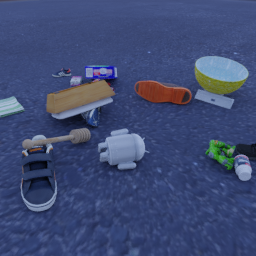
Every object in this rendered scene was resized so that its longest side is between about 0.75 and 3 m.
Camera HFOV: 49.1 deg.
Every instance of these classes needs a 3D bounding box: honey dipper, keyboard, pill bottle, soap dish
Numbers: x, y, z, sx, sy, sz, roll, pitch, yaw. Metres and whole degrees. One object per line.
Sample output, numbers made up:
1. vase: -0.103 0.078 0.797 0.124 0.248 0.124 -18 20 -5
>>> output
1. honey dipper: -2.354 0.383 9.409 0.520 0.520 2.740 22 17 31
2. keyboard: 4.032 -1.370 13.180 1.779 0.501 0.095 23 -1 31
3. pill bottle: 3.649 1.271 8.894 0.477 0.477 0.798 5 33 8
4. soap dish: -2.075 -1.245 11.692 2.558 1.039 2.012 -20 14 -21

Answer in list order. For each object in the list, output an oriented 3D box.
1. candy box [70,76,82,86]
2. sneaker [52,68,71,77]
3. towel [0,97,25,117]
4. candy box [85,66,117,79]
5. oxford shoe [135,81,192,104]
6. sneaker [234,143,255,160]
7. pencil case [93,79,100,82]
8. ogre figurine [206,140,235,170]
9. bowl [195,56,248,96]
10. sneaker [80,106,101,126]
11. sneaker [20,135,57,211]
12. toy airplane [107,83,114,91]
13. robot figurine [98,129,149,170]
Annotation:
1. candy box: -2.812 -2.561 15.214 0.533 0.238 0.781 0 32 0
2. sneaker: -3.817 -3.217 16.069 1.055 0.446 0.395 -11 34 -16
3. towel: -5.518 -0.975 12.746 1.191 0.183 1.562 -22 38 -29
4. candy box: -1.395 -2.971 14.963 1.507 0.687 1.783 1 10 2
5. oxford shoe: 1.669 -1.740 13.428 2.700 0.963 0.984 14 23 8
6. sneaker: 4.600 0.705 9.539 1.815 0.744 0.665 9 34 15
7. pencil case: -1.834 -1.878 13.775 0.688 0.688 1.573 17 37 25
8. ogre figurine: 3.131 0.835 9.478 0.826 0.676 1.378 24 51 5
9. bowl: 4.394 -2.340 13.676 2.504 1.347 2.504 3 39 -3
10. sneaker: -1.611 -0.573 11.761 0.818 0.740 1.921 -9 24 5
11. sneaker: -2.731 1.233 8.451 1.032 1.045 2.632 -7 34 -14
12. toy airplane: -1.134 -1.914 13.224 1.205 0.222 1.205 6 -5 1
13. robot figurine: -0.154 0.707 9.337 1.665 0.940 1.412 -9 72 -13
